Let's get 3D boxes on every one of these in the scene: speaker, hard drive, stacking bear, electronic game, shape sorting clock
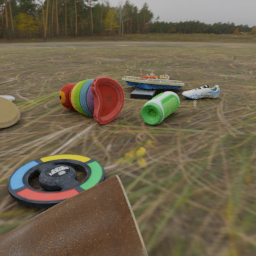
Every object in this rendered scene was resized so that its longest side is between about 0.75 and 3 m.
[{"bbox_3d":[1.096,-0.679,9.109,0.782,0.782,1.769,11,24,27],"label":"speaker"},{"bbox_3d":[0.712,-1.521,12.106,0.926,0.218,1.327,5,21,14],"label":"hard drive"},{"bbox_3d":[-1.415,-1.024,9.462,2.366,1.437,1.346,9,18,40],"label":"stacking bear"},{"bbox_3d":[-1.343,0.940,5.376,1.810,0.377,1.810,0,20,0],"label":"electronic game"},{"bbox_3d":[1.142,-2.147,12.771,2.839,0.557,2.839,2,13,0],"label":"shape sorting clock"}]

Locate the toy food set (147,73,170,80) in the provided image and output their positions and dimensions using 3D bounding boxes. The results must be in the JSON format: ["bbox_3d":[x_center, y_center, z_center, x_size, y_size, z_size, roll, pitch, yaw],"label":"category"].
[{"bbox_3d":[1.650,-2.824,15.373,1.124,0.340,0.807,-2,21,-6],"label":"toy food set"}]

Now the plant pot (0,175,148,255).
[{"bbox_3d":[-0.710,1.503,2.432,1.830,1.711,1.711,-16,23,-8],"label":"plant pot"}]

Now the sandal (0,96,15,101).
[{"bbox_3d":[-4.858,-1.063,10.869,0.472,0.285,1.159,26,16,20],"label":"sandal"}]

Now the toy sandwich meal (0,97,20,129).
[{"bbox_3d":[-4.168,-0.438,8.689,1.646,0.564,1.646,17,36,-13],"label":"toy sandwich meal"}]

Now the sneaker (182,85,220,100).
[{"bbox_3d":[2.999,-1.497,11.558,1.603,0.581,0.576,-5,22,-10],"label":"sneaker"}]
